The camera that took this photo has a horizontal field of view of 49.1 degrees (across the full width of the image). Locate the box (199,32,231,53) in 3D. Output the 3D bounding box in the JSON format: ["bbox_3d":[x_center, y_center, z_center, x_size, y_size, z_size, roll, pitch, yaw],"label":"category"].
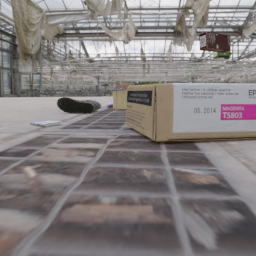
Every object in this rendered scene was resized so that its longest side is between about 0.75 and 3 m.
[{"bbox_3d":[2.715,-2.659,8.738,0.993,0.497,0.372,-3,1,-28],"label":"box"}]

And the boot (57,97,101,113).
[{"bbox_3d":[-2.171,-1.079,12.828,1.770,0.706,1.947,14,14,-3],"label":"boot"}]

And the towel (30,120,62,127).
[{"bbox_3d":[-2.330,-0.129,7.957,0.813,0.097,0.597,5,11,43],"label":"towel"}]

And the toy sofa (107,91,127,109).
[{"bbox_3d":[-0.442,-1.607,15.869,1.123,0.953,2.302,2,8,9],"label":"toy sofa"}]

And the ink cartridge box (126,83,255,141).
[{"bbox_3d":[1.639,-0.445,6.411,2.984,1.121,2.458,-1,6,-13],"label":"ink cartridge box"}]
